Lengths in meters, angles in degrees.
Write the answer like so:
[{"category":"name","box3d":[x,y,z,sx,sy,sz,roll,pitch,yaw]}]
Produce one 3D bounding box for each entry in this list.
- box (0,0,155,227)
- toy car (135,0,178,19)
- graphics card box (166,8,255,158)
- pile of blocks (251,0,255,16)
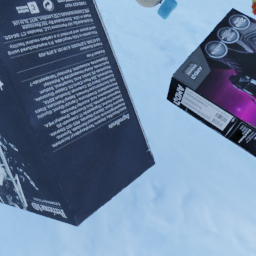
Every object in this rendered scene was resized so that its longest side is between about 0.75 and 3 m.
[{"category":"box","box3d":[-1.442,-0.249,4.525,2.784,2.737,1.725,-8,19,48]},{"category":"toy car","box3d":[0.726,-3.196,5.939,1.278,1.226,1.386,39,32,-4]},{"category":"graphics card box","box3d":[2.323,-0.439,4.306,2.968,0.755,1.862,36,70,17]},{"category":"pile of blocks","box3d":[2.743,-2.857,5.500,0.587,1.888,0.775,-37,79,-6]}]
